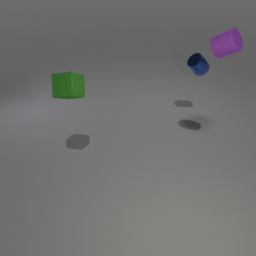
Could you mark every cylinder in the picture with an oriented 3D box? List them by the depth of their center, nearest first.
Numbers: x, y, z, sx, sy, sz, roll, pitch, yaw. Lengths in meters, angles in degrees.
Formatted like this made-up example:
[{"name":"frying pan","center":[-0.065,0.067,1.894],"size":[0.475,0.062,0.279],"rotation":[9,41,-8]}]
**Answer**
[{"name":"cylinder","center":[2.954,-2.546,8.407],"size":[0.700,0.700,0.700],"rotation":[-12,15,46]},{"name":"cylinder","center":[2.931,-2.643,11.679],"size":[0.700,0.700,0.700],"rotation":[-23,50,31]}]

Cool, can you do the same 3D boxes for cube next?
[{"name":"cube","center":[-1.750,-1.239,8.270],"size":[0.700,0.700,0.700],"rotation":[-1,2,22]}]
